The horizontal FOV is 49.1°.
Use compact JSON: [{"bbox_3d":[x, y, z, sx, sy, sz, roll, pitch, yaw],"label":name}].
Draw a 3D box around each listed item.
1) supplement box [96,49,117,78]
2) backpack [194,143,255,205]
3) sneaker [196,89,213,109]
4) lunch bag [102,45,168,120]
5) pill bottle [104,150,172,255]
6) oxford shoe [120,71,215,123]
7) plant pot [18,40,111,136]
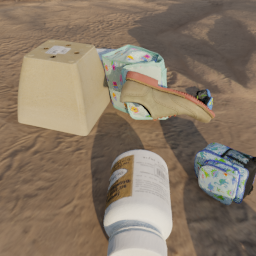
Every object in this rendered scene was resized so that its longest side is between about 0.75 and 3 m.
[{"bbox_3d":[-1.621,-2.977,13.617,2.738,1.386,1.415,1,36,1],"label":"supplement box"},{"bbox_3d":[2.600,1.220,7.808,1.148,1.430,1.563,-28,41,-33],"label":"backpack"},{"bbox_3d":[3.234,-1.197,11.937,0.647,0.553,1.561,-2,30,5],"label":"sneaker"},{"bbox_3d":[0.441,-1.692,10.665,1.709,2.387,2.802,-29,36,-25],"label":"lunch bag"},{"bbox_3d":[0.241,1.944,6.675,1.574,1.574,2.753,2,36,2],"label":"pill bottle"},{"bbox_3d":[1.146,-0.658,8.431,2.927,1.095,1.031,23,-2,-1],"label":"oxford shoe"},{"bbox_3d":[-2.459,-1.792,10.903,2.926,2.591,2.923,12,37,11],"label":"plant pot"}]
